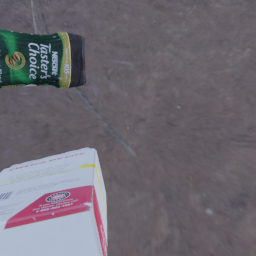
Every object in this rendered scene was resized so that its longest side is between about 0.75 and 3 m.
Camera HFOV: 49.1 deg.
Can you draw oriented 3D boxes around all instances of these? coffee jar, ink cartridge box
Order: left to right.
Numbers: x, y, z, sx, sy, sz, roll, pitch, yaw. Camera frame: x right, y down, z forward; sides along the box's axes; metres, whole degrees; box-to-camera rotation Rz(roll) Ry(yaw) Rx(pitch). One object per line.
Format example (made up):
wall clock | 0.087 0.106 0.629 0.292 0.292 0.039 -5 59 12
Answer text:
coffee jar | -1.748 -1.214 5.013 2.025 0.864 1.056 -6 101 -27
ink cartridge box | -1.110 1.087 3.718 1.588 2.189 0.913 -12 101 -3
